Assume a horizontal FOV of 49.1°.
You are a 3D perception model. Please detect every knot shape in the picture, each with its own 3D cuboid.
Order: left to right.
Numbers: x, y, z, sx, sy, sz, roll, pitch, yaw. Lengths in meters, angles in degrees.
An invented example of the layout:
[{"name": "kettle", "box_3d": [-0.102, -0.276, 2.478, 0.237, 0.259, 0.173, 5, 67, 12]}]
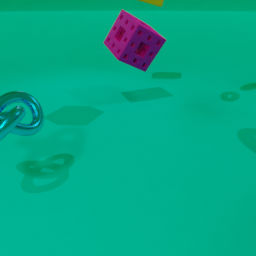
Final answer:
[{"name": "knot shape", "box_3d": [-1.923, -0.197, 4.482, 1.294, 0.598, 1.211, 27, 30, 36]}]

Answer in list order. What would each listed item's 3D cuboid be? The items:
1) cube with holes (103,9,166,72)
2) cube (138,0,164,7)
[{"name": "cube with holes", "box_3d": [0.181, -2.600, 8.410, 1.132, 1.132, 1.132, 13, 31, -41]}, {"name": "cube", "box_3d": [0.838, -4.881, 9.569, 0.986, 0.986, 0.986, 15, 38, -3]}]
